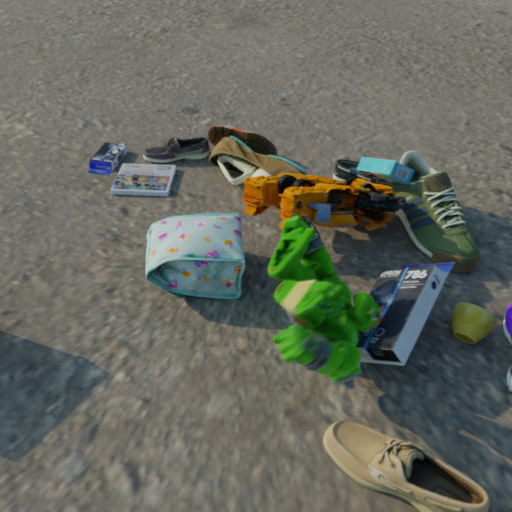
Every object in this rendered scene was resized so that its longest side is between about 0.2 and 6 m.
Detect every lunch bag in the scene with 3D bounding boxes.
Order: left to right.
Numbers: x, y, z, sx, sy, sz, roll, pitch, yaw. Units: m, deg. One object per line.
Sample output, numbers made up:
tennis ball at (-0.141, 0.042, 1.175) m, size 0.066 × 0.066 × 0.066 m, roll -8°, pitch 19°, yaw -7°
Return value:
lunch bag at (-1.126, -0.028, 10.145) m, size 1.754 × 1.069 × 1.494 m, roll 1°, pitch 40°, yaw -8°

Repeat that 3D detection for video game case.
video game case at (-2.576, -1.761, 12.945) m, size 1.295 × 0.149 × 1.180 m, roll 3°, pitch 40°, yaw 2°

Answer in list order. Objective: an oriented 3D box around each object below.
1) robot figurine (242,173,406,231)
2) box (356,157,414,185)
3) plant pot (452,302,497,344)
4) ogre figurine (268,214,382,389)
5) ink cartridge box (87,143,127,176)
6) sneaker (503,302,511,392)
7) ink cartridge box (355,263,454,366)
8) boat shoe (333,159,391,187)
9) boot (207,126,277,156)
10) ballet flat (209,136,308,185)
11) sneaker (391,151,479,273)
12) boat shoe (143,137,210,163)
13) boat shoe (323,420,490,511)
robot figurine at (1.383, -1.055, 10.835) m, size 3.074 × 0.895 × 2.229 m, roll -2°, pitch 19°, yaw -36°
box at (2.647, -1.767, 11.589) m, size 0.522 × 0.312 × 1.268 m, roll 22°, pitch 4°, yaw -24°
plant pot at (3.483, 1.145, 9.126) m, size 0.684 × 0.684 × 0.486 m, roll 24°, pitch 72°, yaw 26°
ogre figurine at (0.936, 0.732, 8.357) m, size 1.380 × 1.686 × 2.813 m, roll -38°, pitch 31°, yaw 7°
ink cartridge box at (-3.627, -2.370, 13.617) m, size 0.597 × 0.235 × 1.201 m, roll 7°, pitch 41°, yaw 7°
sneaker at (4.338, 1.208, 8.704) m, size 0.681 × 0.974 × 1.959 m, roll 10°, pitch 41°, yaw 12°
ink cartridge box at (2.265, 0.762, 8.966) m, size 1.083 × 0.427 × 2.177 m, roll -9°, pitch 37°, yaw 50°
boat shoe at (2.546, -1.849, 12.781) m, size 1.592 × 0.480 × 0.602 m, roll 9°, pitch 41°, yaw 11°
boot at (-0.252, -2.833, 13.875) m, size 1.748 × 0.656 × 0.937 m, roll 22°, pitch 18°, yaw 6°
ballet flat at (-0.068, -1.883, 12.584) m, size 2.729 × 0.925 × 0.987 m, roll 33°, pitch 66°, yaw 32°
sneaker at (3.505, -1.028, 11.138) m, size 0.968 × 1.296 × 2.887 m, roll -9°, pitch 41°, yaw -12°
boat shoe at (-1.947, -2.640, 13.697) m, size 1.638 × 0.531 × 0.589 m, roll -4°, pitch 40°, yaw -5°
boat shoe at (1.880, 2.658, 7.170) m, size 2.161 × 0.697 × 0.770 m, roll 23°, pitch 45°, yaw 25°
